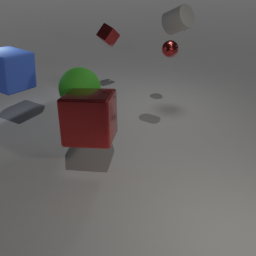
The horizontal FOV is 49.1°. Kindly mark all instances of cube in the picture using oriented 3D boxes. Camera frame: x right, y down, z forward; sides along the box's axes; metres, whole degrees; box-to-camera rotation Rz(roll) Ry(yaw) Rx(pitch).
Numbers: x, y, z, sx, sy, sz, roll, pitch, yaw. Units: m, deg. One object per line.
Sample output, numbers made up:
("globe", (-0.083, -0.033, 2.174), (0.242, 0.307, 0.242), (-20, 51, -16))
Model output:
("cube", (-0.951, -4.468, 13.464), (0.700, 0.700, 0.700), (40, 9, 28))
("cube", (-4.558, -2.232, 10.739), (1.400, 1.400, 1.400), (19, 30, 24))
("cube", (-1.111, -0.325, 8.174), (1.400, 1.400, 1.400), (2, 21, 7))

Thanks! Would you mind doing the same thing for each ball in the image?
("ball", (1.784, -3.355, 11.872), (0.700, 0.700, 0.700), (0, 29, 0))
("ball", (-1.612, -1.324, 9.391), (1.400, 1.400, 1.400), (0, 29, 0))

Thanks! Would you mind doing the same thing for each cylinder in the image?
("cylinder", (1.468, -3.174, 8.211), (0.700, 0.700, 0.700), (-28, 16, -40))
